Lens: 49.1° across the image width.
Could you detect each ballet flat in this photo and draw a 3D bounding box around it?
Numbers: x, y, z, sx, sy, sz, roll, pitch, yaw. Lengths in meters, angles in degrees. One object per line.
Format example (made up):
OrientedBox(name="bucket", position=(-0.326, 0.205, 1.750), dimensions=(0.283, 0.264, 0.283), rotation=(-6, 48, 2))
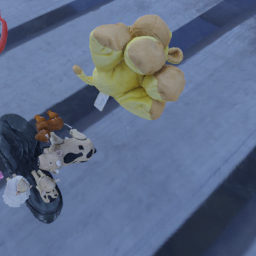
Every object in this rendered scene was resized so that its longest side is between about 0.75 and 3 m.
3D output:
OrientedBox(name="ballet flat", position=(-2.246, 0.797, 6.069), dimensions=(0.932, 0.796, 2.804), rotation=(-12, 57, -35))

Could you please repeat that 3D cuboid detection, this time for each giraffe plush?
OrientedBox(name="giraffe plush", position=(0.306, -1.633, 6.532), dimensions=(2.310, 2.677, 2.171), rotation=(44, 61, -16))

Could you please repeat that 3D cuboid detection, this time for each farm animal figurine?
OrientedBox(name="farm animal figurine", position=(-1.224, 0.609, 4.127), dimensions=(0.753, 1.210, 1.498), rotation=(36, 85, 35))

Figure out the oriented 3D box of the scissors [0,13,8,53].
OrientedBox(name="scissors", position=(-3.199, -2.967, 6.848), dimensions=(0.955, 0.182, 2.610), rotation=(-3, 75, 26))
